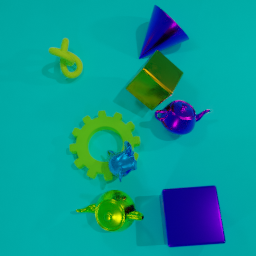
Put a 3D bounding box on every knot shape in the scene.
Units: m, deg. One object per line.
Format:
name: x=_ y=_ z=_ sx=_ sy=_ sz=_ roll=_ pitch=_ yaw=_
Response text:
knot shape: x=-1.895 y=-2.208 z=8.537 sx=0.566 sy=1.224 sz=1.145 roll=-25 pitch=56 yaw=12

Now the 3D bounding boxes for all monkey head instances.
monkey head: x=-0.184 y=0.822 z=7.369 sx=0.753 sy=0.899 sz=1.249 roll=-17 pitch=35 yaw=-11

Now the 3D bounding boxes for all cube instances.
cube: x=1.535 y=2.229 z=7.053 sx=1.307 sy=1.307 sz=1.307 roll=-5 pitch=70 yaw=2
cube: x=0.752 y=-1.342 z=7.958 sx=1.030 sy=1.030 sz=1.030 roll=39 pitch=52 yaw=-8

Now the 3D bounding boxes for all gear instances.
gear: x=-0.658 y=0.499 z=8.140 sx=1.990 sy=0.368 sz=1.990 roll=0 pitch=74 yaw=0

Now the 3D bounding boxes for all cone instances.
cone: x=0.867 y=-2.769 z=8.909 sx=1.515 sy=1.510 sz=1.510 roll=-46 pitch=77 yaw=15

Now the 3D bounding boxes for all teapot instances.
teapot: x=-0.442 y=2.194 z=7.290 sx=1.789 sy=0.876 sz=1.112 roll=3 pitch=91 yaw=17
teapot: x=1.538 y=-0.361 z=8.042 sx=1.707 sy=0.836 sz=1.062 roll=1 pitch=50 yaw=-18
